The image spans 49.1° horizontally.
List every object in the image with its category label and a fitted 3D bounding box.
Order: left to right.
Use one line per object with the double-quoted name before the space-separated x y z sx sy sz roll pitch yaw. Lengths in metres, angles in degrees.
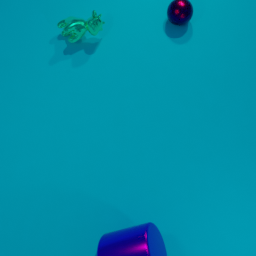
"cow figurine" -1.549 -3.447 9.392 1.351 0.754 1.373 -35 48 -10
"cylinder" 0.136 3.249 7.117 1.382 1.382 1.382 -21 74 17
"ball" 1.777 -3.967 9.579 0.898 0.898 0.898 0 74 0
